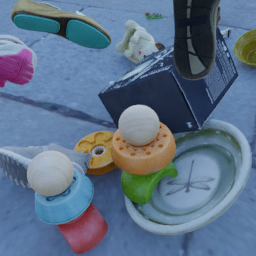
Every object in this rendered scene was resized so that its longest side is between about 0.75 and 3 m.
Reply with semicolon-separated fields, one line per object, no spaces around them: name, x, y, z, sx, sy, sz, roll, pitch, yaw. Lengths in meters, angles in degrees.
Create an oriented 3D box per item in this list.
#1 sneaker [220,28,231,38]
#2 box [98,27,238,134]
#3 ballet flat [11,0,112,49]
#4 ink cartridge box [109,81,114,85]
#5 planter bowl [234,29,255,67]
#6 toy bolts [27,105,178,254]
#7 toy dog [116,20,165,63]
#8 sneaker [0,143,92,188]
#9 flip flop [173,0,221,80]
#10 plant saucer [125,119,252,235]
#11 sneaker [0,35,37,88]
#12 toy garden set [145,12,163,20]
sneaker;4.148;-4.142;12.357;1.102;0.414;0.447;-31;43;-29
box;1.086;-1.112;7.449;2.587;1.603;2.543;-9;29;47
ballet flat;-1.494;-2.550;6.650;2.354;0.808;0.742;11;60;-20
ink cartridge box;0.007;-1.247;9.387;1.088;0.240;1.108;-10;46;-10
planter bowl;4.943;-2.859;10.541;1.748;0.728;1.748;-12;58;20
toy bolts;-0.787;0.626;5.844;2.841;2.063;2.974;27;55;39
toy dog;0.620;-2.914;10.593;1.817;1.308;1.874;15;28;-39
sneaker;-2.015;0.842;6.699;2.500;0.934;1.025;9;33;19
flip flop;1.071;-1.589;4.142;0.756;0.536;1.863;2;83;26
plant saucer;1.277;1.063;6.063;2.883;0.724;2.883;-29;31;19
sneaker;-2.274;-1.353;5.211;2.035;0.828;0.898;5;73;46
toy garden set;1.298;-5.723;14.168;0.801;0.160;0.668;-12;45;-12
